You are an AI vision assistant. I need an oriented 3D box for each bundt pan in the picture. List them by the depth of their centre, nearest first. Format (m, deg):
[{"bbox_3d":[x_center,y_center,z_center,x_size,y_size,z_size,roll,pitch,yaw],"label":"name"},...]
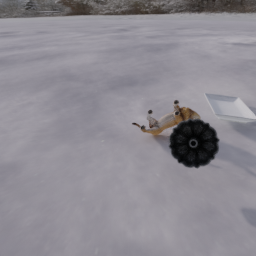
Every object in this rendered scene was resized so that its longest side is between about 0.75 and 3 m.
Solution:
[{"bbox_3d":[1.260,0.283,5.342,0.940,0.940,0.353,8,3,17],"label":"bundt pan"}]

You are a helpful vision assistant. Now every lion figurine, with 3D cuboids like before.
[{"bbox_3d":[1.024,-0.157,7.270,1.668,1.021,0.604,-15,62,16],"label":"lion figurine"}]

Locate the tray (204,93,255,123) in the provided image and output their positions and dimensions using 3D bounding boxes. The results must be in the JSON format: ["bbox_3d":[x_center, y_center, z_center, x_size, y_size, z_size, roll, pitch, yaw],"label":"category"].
[{"bbox_3d":[3.083,-0.625,8.693,1.217,0.251,2.267,9,23,4],"label":"tray"}]
